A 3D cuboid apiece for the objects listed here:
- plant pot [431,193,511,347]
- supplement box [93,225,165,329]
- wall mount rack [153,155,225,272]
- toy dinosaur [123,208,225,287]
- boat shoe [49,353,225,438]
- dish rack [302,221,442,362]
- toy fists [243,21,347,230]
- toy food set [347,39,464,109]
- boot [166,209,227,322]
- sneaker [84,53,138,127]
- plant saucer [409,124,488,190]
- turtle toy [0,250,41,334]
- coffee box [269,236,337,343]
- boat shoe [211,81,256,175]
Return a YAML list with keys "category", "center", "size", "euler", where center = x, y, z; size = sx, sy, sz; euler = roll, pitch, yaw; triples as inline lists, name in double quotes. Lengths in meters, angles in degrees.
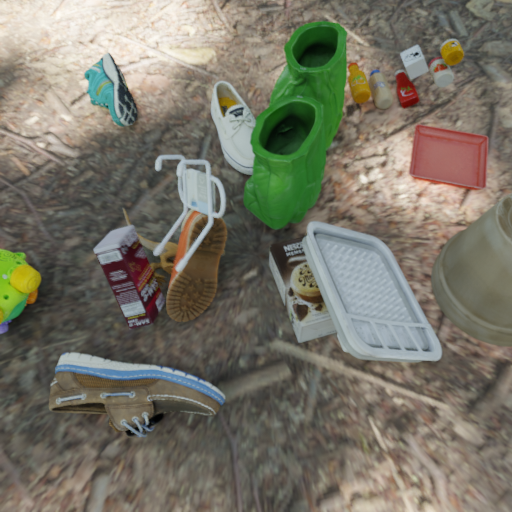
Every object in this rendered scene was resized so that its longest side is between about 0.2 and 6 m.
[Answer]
- category: "plant pot"
  center: [4.262, 0.036, 9.186]
  size: [2.274, 1.973, 2.274]
  euler: [1, 55, -1]
- category: "supplement box"
  center: [-1.992, 0.339, 8.953]
  size: [0.442, 1.452, 0.790]
  euler: [-14, 22, 13]
- category: "wall mount rack"
  center: [-1.121, -0.701, 8.628]
  size: [0.696, 1.622, 1.867]
  euler: [-7, 16, -26]
- category: "toy dinosaur"
  center: [-1.614, -0.058, 10.108]
  size: [2.059, 0.622, 1.094]
  euler: [15, 44, 1]
- category: "boat shoe"
  center: [-1.820, 2.196, 8.422]
  size: [2.704, 0.977, 0.979]
  euler: [5, 60, 15]
- category: "dish rack"
  center: [1.780, 0.668, 9.148]
  size: [2.169, 0.550, 2.528]
  euler: [10, 48, -37]
- category: "toy fists"
  center: [0.798, -2.448, 10.763]
  size: [1.458, 2.162, 4.241]
  euler: [8, 56, 14]
- category: "toy food set"
  center: [3.275, -4.092, 12.348]
  size: [2.396, 1.144, 1.078]
  euler: [-23, 53, 22]
- category: "boot"
  center: [-1.040, 0.094, 9.429]
  size: [0.755, 2.013, 1.079]
  euler: [13, 19, -22]
- category: "sneaker"
  center: [-3.258, -3.560, 12.430]
  size: [0.897, 0.873, 2.252]
  euler: [-29, 53, 3]
- category: "plant saucer"
  center: [3.956, -1.994, 11.560]
  size: [1.524, 0.280, 1.522]
  euler: [12, 57, 9]
- category: "turtle toy"
  center: [-4.561, 0.778, 9.194]
  size: [1.586, 1.100, 2.177]
  euler: [27, 61, 18]
- category: "coffee box"
  center: [0.908, 0.525, 9.628]
  size: [0.940, 0.664, 1.664]
  euler: [-15, 57, -10]
- category: "boat shoe"
  center: [-0.389, -2.748, 11.724]
  size: [0.849, 0.836, 2.395]
  euler: [-15, 57, -10]
